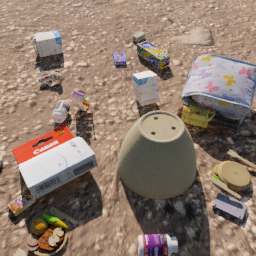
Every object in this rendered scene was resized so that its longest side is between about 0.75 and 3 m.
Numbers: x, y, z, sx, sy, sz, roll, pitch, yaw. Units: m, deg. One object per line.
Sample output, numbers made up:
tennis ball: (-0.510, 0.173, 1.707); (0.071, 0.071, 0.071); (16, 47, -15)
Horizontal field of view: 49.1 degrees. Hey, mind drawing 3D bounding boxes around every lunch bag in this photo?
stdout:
lunch bag: (3.920, -1.773, 12.156); (2.777, 1.766, 2.355); (18, 65, 9)

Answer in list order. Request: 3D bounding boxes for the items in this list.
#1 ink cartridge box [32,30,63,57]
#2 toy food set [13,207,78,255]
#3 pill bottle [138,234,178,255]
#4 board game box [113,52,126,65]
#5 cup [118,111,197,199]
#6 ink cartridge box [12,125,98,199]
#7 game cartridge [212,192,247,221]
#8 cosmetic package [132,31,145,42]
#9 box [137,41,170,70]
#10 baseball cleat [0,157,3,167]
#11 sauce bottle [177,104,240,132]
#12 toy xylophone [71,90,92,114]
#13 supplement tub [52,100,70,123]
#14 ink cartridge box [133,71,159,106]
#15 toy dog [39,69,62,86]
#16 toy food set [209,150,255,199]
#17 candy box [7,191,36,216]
ink cartridge box: (-4.600, -4.794, 15.921); (1.549, 0.996, 0.970); (-16, 47, -16)
toy food set: (-2.440, 3.212, 8.381); (1.234, 0.359, 1.787); (20, 49, 19)
pill bottle: (0.846, 3.378, 8.035); (1.098, 0.618, 0.618); (-3, 45, -3)
board game box: (-0.469, -3.849, 15.534); (0.654, 0.218, 0.972); (-5, 45, -5)
cup: (1.075, 0.639, 9.737); (2.923, 2.091, 2.923); (0, 45, 0)
ink cartridge box: (-2.824, 0.883, 10.202); (2.372, 0.700, 2.963); (-27, 44, -20)
game cartridge: (3.334, 2.560, 9.181); (0.976, 0.187, 0.633); (24, 46, 22)
cosmetic package: (0.660, -5.596, 17.192); (0.409, 0.346, 0.792); (33, 54, 29)
box: (1.372, -4.032, 15.405); (0.718, 0.659, 2.050); (-27, 52, -24)
baseball cleat: (-5.058, 1.138, 10.525); (0.570, 0.374, 1.071); (-20, 52, -36)
sauce bottle: (3.313, -0.392, 11.675); (2.493, 0.823, 0.823); (14, 47, 13)
toy xylophone: (-1.952, -1.077, 12.090); (1.051, 1.436, 0.361); (26, 75, -2)
supplement tub: (-2.896, -0.712, 12.112); (0.625, 0.625, 0.891); (6, 45, 6)
ink cartridge box: (0.812, -1.761, 12.732); (0.897, 1.395, 0.874); (-14, 29, -13)
toy dog: (-3.798, -2.468, 14.048); (1.189, 0.573, 0.784); (-4, 51, 14)
toy food set: (3.715, 1.690, 9.972); (1.316, 0.383, 1.906); (34, 48, 20)
candy box: (-3.500, 2.472, 9.229); (0.447, 0.216, 0.766); (33, 52, 30)
